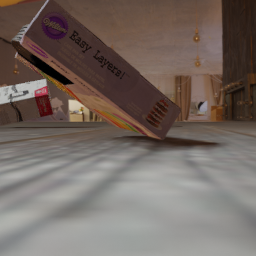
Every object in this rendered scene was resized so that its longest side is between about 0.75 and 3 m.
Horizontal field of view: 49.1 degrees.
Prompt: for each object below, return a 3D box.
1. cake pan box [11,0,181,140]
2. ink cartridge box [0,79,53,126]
[{"bbox_3d":[-0.467,-0.578,3.269,1.747,0.457,1.609,36,-11,-25],"label":"cake pan box"},{"bbox_3d":[-3.492,-0.847,9.145,1.875,0.782,1.361,-14,34,-12],"label":"ink cartridge box"}]
